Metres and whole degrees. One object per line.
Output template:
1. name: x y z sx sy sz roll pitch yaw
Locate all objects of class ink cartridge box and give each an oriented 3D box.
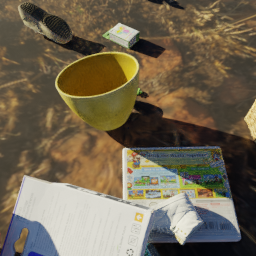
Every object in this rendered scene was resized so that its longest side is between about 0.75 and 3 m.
1. ink cartridge box: -0.241 -3.003 8.964 1.096 0.325 0.569 30 61 19
2. ink cartridge box: -0.960 2.199 4.676 2.367 0.514 2.345 13 81 14

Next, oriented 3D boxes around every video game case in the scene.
1. video game case: 1.034 1.353 6.020 2.284 0.261 2.078 -1 56 0

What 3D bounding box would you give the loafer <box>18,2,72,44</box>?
1. loafer: -2.618 -3.287 8.995 1.927 0.658 0.729 36 60 4

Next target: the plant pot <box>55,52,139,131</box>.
1. plant pot: -0.575 -0.747 6.637 1.887 1.340 1.887 -8 41 7

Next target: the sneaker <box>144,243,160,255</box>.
1. sneaker: 0.830 2.657 4.965 0.670 0.570 1.469 -28 71 -23

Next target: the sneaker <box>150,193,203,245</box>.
1. sneaker: 0.716 1.835 5.203 1.389 0.512 0.803 -23 55 -13

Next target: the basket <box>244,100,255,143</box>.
1. basket: 3.685 -0.011 6.297 1.273 1.329 1.784 -5 55 -4

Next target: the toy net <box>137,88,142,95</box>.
1. toy net: -0.371 -1.137 7.706 1.465 0.283 0.768 25 59 17
